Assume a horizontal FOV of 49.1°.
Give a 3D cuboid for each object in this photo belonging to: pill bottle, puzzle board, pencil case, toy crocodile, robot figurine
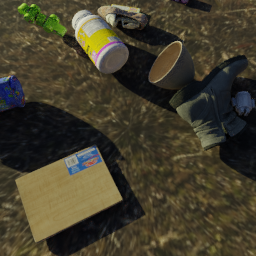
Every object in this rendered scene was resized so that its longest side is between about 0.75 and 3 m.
[{"bbox_3d":[-0.943,-2.760,8.785,1.082,1.082,2.076,-29,65,-14],"label":"pill bottle"},{"bbox_3d":[-1.486,1.570,7.036,2.234,0.194,1.684,-24,64,-12],"label":"puzzle board"},{"bbox_3d":[-4.126,-0.805,7.787,2.321,1.008,0.906,-13,70,-6],"label":"pencil case"},{"bbox_3d":[-2.864,-3.580,9.345,1.682,0.519,0.568,26,69,-13],"label":"toy crocodile"},{"bbox_3d":[3.324,-0.734,8.089,0.656,0.437,0.774,8,62,1],"label":"robot figurine"}]

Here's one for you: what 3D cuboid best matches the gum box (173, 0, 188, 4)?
[{"bbox_3d":[1.897,-4.920,10.379,0.757,0.250,0.429,20,64,10],"label":"gum box"}]

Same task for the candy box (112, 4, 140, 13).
[{"bbox_3d":[-0.121,-4.137,10.033,1.053,0.139,0.538,12,60,6],"label":"candy box"}]

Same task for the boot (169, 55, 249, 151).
[{"bbox_3d":[2.727,-0.699,7.958,2.928,0.991,1.913,-34,80,-19],"label":"boot"}]

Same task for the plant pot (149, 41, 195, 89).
[{"bbox_3d":[1.402,-1.673,8.216,0.934,1.391,1.391,31,61,-23],"label":"plant pot"}]

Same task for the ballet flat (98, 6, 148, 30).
[{"bbox_3d":[-0.228,-3.733,9.581,1.782,0.606,0.599,11,67,7],"label":"ballet flat"}]
